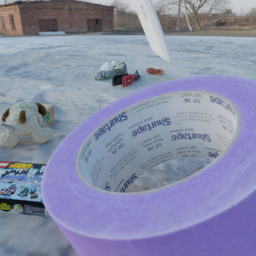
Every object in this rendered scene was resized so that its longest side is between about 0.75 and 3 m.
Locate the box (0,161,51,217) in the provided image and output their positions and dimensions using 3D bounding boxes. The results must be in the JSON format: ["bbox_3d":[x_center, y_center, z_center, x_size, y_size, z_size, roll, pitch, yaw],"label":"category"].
[{"bbox_3d":[-1.842,1.049,5.052,1.676,0.334,1.148,3,22,7],"label":"box"}]

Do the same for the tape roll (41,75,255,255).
[{"bbox_3d":[0.514,0.554,3.701,2.994,1.272,2.994,-18,29,10],"label":"tape roll"}]

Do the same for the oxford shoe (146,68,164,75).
[{"bbox_3d":[1.490,-3.072,15.341,1.035,0.366,0.382,16,7,25],"label":"oxford shoe"}]

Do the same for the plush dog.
[{"bbox_3d":[-2.647,-0.259,7.087,1.341,1.076,1.152,-8,40,-16],"label":"plush dog"}]

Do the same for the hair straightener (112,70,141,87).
[{"bbox_3d":[-0.186,-2.468,13.406,1.098,0.584,2.853,8,23,18],"label":"hair straightener"}]

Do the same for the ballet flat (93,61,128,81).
[{"bbox_3d":[-0.906,-3.056,14.562,0.857,0.857,2.382,17,28,35],"label":"ballet flat"}]

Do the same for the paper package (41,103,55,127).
[{"bbox_3d":[-2.780,-0.334,8.177,1.024,0.556,1.074,2,21,6],"label":"paper package"}]

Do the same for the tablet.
[{"bbox_3d":[0.420,-3.122,7.369,0.183,2.682,1.745,-27,29,1],"label":"tablet"}]
